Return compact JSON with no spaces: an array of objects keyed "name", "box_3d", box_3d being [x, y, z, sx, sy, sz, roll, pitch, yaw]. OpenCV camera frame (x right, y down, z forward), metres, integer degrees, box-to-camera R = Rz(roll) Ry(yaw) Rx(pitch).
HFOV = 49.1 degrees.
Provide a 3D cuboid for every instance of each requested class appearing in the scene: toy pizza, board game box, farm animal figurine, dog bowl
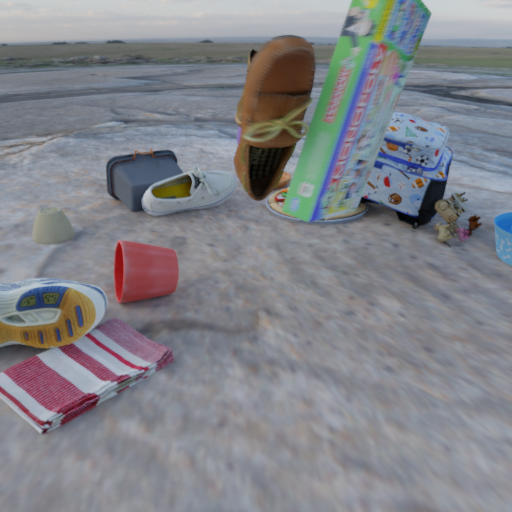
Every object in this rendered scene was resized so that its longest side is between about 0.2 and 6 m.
[{"name":"toy pizza","box_3d":[1.464,-1.359,13.503,2.470,0.391,2.470,0,25,0]},{"name":"board game box","box_3d":[1.782,-2.567,9.659,0.566,3.889,2.617,25,19,21]},{"name":"farm animal figurine","box_3d":[4.100,-0.745,11.808,1.129,1.117,0.589,-14,-16,-32]},{"name":"dog bowl","box_3d":[5.967,-0.286,10.750,2.863,0.710,1.596,-4,24,-7]}]

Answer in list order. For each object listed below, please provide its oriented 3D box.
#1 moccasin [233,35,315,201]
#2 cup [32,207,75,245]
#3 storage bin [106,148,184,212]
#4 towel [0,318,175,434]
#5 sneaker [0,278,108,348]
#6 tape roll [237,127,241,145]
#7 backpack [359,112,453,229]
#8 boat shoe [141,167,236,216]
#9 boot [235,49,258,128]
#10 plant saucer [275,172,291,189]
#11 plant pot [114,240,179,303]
[{"name":"moccasin","box_3d":[0.241,-2.041,8.819,1.109,3.031,1.170,0,56,-21]},{"name":"cup","box_3d":[-4.273,-0.667,11.721,0.848,0.606,0.848,0,25,0]},{"name":"storage bin","box_3d":[-2.576,-1.846,13.718,1.834,1.335,1.232,-14,38,-28]},{"name":"towel","box_3d":[-2.291,1.472,7.431,1.446,0.228,2.008,19,31,37]},{"name":"sneaker","box_3d":[-3.603,0.850,8.184,2.875,1.082,1.267,3,6,4]},{"name":"tape roll","box_3d":[0.075,-2.446,11.725,0.419,0.985,0.985,3,21,40]},{"name":"backpack","box_3d":[3.122,-2.151,13.022,2.654,2.146,2.786,13,27,18]},{"name":"boat shoe","box_3d":[-1.446,-1.652,13.047,2.426,0.896,1.034,-15,-15,-26]},{"name":"boot","box_3d":[0.005,-3.216,10.606,0.939,0.962,2.550,-8,36,12]},{"name":"plant saucer","box_3d":[0.278,-2.075,15.288,1.350,0.253,1.350,-1,24,0]},{"name":"plant pot","box_3d":[-1.822,0.256,9.295,0.932,1.053,1.053,-1,23,-23]}]
